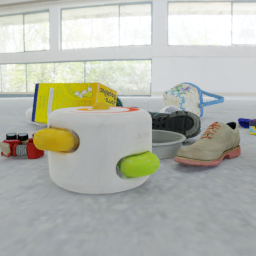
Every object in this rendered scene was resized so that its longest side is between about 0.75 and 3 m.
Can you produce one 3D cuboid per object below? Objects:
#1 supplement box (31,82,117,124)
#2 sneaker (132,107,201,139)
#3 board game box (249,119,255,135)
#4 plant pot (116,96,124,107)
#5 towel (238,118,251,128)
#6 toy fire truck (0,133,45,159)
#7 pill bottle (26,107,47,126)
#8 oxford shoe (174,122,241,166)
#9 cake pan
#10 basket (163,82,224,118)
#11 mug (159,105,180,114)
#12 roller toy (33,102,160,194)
[{"bbox_3d":[-2.081,-0.859,10.951,2.863,1.568,1.558,4,-4,23],"label":"supplement box"},{"bbox_3d":[0.878,0.003,8.830,2.876,1.084,1.140,6,-8,24],"label":"sneaker"},{"bbox_3d":[5.505,-0.046,9.827,1.971,0.559,1.629,-7,12,-41],"label":"board game box"},{"bbox_3d":[-1.051,-0.927,13.784,1.342,1.342,1.314,-3,2,-21],"label":"plant pot"},{"bbox_3d":[5.110,-0.176,11.776,0.940,0.316,1.274,10,11,18],"label":"towel"},{"bbox_3d":[-2.459,0.444,6.389,0.957,0.699,1.087,0,19,-5],"label":"toy fire truck"},{"bbox_3d":[-4.032,-0.556,12.484,0.808,0.808,1.414,-6,10,-37],"label":"pill bottle"},{"bbox_3d":[1.794,0.299,6.248,0.832,0.883,2.362,7,11,40],"label":"oxford shoe"},{"bbox_3d":[0.347,0.393,7.251,2.251,0.413,2.251,0,8,0],"label":"cake pan"},{"bbox_3d":[3.468,-1.530,15.177,2.702,1.879,2.382,-12,22,-23],"label":"basket"},{"bbox_3d":[1.853,-0.436,12.092,1.128,0.833,0.989,29,-9,-11],"label":"mug"},{"bbox_3d":[-0.507,0.228,4.987,1.984,1.387,1.810,0,8,-3],"label":"roller toy"}]
